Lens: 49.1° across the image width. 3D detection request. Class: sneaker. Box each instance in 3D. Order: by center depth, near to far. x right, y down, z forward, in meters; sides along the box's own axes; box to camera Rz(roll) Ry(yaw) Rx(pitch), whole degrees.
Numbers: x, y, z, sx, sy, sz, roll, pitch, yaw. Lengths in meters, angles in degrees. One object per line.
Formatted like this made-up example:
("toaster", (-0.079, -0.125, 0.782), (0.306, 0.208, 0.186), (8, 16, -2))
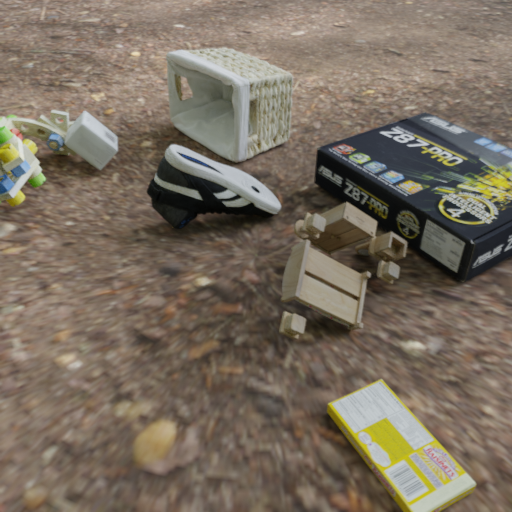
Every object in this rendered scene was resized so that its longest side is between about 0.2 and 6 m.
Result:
("sneaker", (-0.711, -0.820, 8.585), (2.041, 1.142, 0.746), (22, 28, -30))

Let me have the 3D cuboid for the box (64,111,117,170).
("box", (-2.913, -2.051, 9.951), (0.504, 0.771, 0.767), (-44, 31, 13))

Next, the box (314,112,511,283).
("box", (2.932, -1.131, 8.871), (2.625, 0.800, 3.257), (-21, 41, -26))

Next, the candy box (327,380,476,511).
("candy box", (1.362, 1.847, 5.461), (0.709, 0.183, 1.386), (-15, 40, -23))

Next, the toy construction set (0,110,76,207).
("toy construction set", (-4.058, -1.784, 9.350), (1.850, 1.300, 2.822), (-18, 26, 17))

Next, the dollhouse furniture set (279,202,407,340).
("dollhouse furniture set", (0.954, 0.413, 7.163), (1.628, 0.932, 1.909), (27, 62, -25))

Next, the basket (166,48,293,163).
("basket", (-0.515, -3.021, 10.789), (1.425, 1.565, 2.309), (-25, 43, -32))
